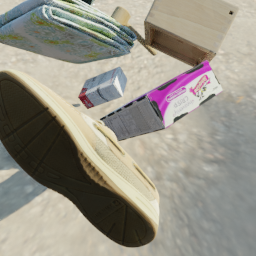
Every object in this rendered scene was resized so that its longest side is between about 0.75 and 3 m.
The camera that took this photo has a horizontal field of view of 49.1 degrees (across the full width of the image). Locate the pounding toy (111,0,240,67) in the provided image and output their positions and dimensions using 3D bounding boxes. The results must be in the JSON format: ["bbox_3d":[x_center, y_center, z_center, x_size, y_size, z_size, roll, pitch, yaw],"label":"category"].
[{"bbox_3d":[0.990,-2.694,7.153,2.792,2.453,1.277,27,92,4],"label":"pounding toy"}]

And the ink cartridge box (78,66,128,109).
[{"bbox_3d":[-0.594,-0.971,6.806,1.046,0.433,0.768,-16,38,26],"label":"ink cartridge box"}]

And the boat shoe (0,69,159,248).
[{"bbox_3d":[-0.623,0.358,3.735,2.812,1.002,0.907,50,30,-13],"label":"boat shoe"}]

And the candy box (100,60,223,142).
[{"bbox_3d":[0.572,-0.458,6.048,1.625,2.383,0.727,-31,96,-26],"label":"candy box"}]

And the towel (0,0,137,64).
[{"bbox_3d":[-1.607,-2.282,6.842,2.952,0.711,2.527,3,-4,45],"label":"towel"}]

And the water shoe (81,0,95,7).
[{"bbox_3d":[-1.002,-4.248,7.998,0.861,2.408,0.950,26,62,-31],"label":"water shoe"}]
